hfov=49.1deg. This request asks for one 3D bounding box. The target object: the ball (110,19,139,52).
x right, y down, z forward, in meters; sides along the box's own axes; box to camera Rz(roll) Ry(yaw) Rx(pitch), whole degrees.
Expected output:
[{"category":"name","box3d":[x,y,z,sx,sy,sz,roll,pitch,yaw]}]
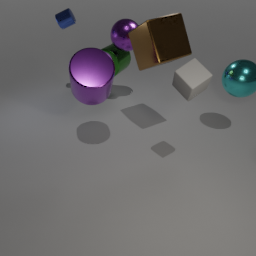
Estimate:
[{"category":"ball","box3d":[-0.088,-4.137,12.501,1.400,1.400,1.400,0,30,0]}]

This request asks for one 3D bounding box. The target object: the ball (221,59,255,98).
[{"category":"ball","box3d":[4.211,-1.832,10.405,1.400,1.400,1.400,0,30,0]}]

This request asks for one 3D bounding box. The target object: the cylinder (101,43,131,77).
[{"category":"cylinder","box3d":[-0.758,-3.308,13.644,1.400,1.400,1.400,13,33,21]}]

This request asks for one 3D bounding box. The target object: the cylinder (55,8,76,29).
[{"category":"cylinder","box3d":[-2.811,-4.925,12.646,0.700,0.700,0.700,-22,29,10]}]

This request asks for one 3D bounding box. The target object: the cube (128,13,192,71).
[{"category":"cube","box3d":[1.074,-2.903,9.579,1.400,1.400,1.400,-21,10,-23]}]

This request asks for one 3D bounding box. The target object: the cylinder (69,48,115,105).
[{"category":"cylinder","box3d":[-1.172,-1.625,9.051,1.400,1.400,1.400,2,73,-8]}]

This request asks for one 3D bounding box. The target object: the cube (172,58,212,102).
[{"category":"cube","box3d":[1.700,-1.284,7.509,0.700,0.700,0.700,-35,70,-12]}]
